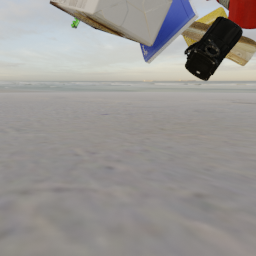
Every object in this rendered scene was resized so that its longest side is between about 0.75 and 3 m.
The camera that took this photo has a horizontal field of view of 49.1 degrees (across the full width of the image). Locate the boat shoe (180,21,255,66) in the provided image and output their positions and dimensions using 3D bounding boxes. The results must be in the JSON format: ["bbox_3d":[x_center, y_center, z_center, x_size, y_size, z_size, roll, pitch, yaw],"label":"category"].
[{"bbox_3d":[2.484,-2.438,8.206,2.490,0.861,0.918,19,36,2],"label":"boat shoe"}]

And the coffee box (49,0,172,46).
[{"bbox_3d":[-0.525,-2.797,6.224,1.503,1.061,2.659,16,14,-38],"label":"coffee box"}]

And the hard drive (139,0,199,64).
[{"bbox_3d":[0.918,-2.574,7.034,0.215,1.119,1.697,13,-38,-38],"label":"hard drive"}]

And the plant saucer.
[{"bbox_3d":[3.018,-3.210,10.391,1.785,1.785,0.433,-20,21,39],"label":"plant saucer"}]

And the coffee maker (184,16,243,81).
[{"bbox_3d":[1.606,-1.474,5.039,0.674,1.000,0.961,42,-19,-13],"label":"coffee maker"}]

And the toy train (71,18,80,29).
[{"bbox_3d":[-2.066,-4.644,11.758,0.297,1.054,0.220,38,21,14],"label":"toy train"}]

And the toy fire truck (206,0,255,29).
[{"bbox_3d":[2.415,-3.263,6.629,2.341,1.506,2.061,-14,48,-2],"label":"toy fire truck"}]
